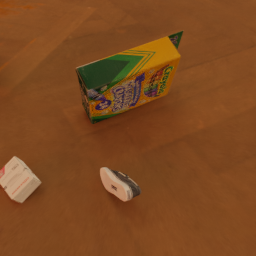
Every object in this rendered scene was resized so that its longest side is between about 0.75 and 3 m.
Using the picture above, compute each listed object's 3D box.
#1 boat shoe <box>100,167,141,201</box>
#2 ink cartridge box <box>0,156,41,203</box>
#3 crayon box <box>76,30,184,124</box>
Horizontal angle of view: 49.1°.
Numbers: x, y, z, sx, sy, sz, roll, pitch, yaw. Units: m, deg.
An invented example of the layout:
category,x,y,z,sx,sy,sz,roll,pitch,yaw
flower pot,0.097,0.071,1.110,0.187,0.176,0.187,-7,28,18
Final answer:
category,x,y,z,sx,sy,sz,roll,pitch,yaw
boat shoe,-0.184,1.182,6.183,0.447,0.473,1.318,-10,15,-30
ink cartridge box,-2.498,1.170,6.354,0.880,0.364,0.644,36,77,32
crayon box,0.204,-1.306,7.576,2.979,1.873,0.768,-23,70,-13
